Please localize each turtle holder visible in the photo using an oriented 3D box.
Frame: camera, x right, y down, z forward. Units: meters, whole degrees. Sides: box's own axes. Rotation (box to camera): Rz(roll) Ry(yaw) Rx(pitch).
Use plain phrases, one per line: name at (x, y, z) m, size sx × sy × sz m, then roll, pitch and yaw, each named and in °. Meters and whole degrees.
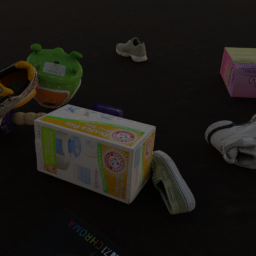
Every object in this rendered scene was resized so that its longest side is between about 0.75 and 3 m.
turtle holder at (-2.202, -1.517, 8.001) m, size 1.556 × 1.454 × 2.047 m, roll -11°, pitch 46°, yaw -36°

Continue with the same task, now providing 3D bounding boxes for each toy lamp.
toy lamp at (-1.620, -0.212, 6.790) m, size 2.988 × 0.870 × 0.870 m, roll 0°, pitch 33°, yaw 1°

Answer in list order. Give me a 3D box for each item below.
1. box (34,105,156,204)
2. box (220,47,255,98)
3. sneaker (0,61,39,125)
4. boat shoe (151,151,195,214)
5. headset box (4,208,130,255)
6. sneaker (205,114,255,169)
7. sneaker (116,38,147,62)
box at (-0.630, 0.412, 5.416) m, size 2.076 × 1.168 × 1.052 m, roll 15°, pitch 27°, yaw 21°
box at (4.176, -1.847, 9.179) m, size 1.804 × 0.992 × 2.051 m, roll 3°, pitch 32°, yaw 5°
sneaker at (-2.988, -0.601, 6.036) m, size 0.981 × 1.036 × 2.521 m, roll 40°, pitch 64°, yaw -5°
boat shoe at (0.707, 0.962, 5.258) m, size 0.457 × 0.531 × 1.475 m, roll -11°, pitch 37°, yaw -18°
headset box at (-0.848, 2.148, 3.042) m, size 1.716 × 0.914 × 1.971 m, roll 25°, pitch 40°, yaw 33°
sneaker at (2.823, 0.280, 6.144) m, size 1.991 × 0.748 × 1.145 m, roll -9°, pitch 34°, yaw -4°
sneaker at (0.156, -3.422, 11.759) m, size 0.704 × 0.856 × 1.861 m, roll -22°, pitch 39°, yaw -32°
